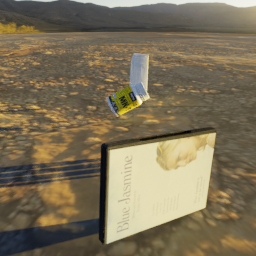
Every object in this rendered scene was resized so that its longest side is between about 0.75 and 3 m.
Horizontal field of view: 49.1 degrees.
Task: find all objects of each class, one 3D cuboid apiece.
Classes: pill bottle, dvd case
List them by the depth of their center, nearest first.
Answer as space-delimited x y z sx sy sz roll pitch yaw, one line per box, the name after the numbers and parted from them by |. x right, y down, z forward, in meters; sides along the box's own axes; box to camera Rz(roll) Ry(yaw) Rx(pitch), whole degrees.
0.509 0.794 4.222 2.044 1.458 0.179 -7 19 -31 | dvd case
0.006 -0.897 8.538 1.177 0.673 0.673 -27 22 7 | pill bottle

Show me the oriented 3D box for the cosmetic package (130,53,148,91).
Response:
0.379 -1.927 10.255 0.589 1.389 0.747 4 -11 -7 | cosmetic package
